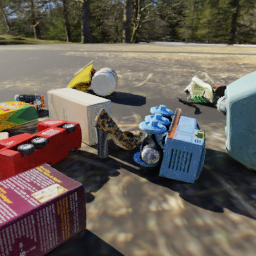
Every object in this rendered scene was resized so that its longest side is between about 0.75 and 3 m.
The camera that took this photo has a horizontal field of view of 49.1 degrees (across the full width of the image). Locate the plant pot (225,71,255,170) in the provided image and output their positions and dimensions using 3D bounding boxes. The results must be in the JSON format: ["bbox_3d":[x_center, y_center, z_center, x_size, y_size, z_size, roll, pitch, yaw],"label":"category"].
[{"bbox_3d":[3.004,-0.190,5.498,2.083,2.040,2.045,-1,19,19],"label":"plant pot"}]

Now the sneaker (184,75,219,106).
[{"bbox_3d":[2.614,-1.148,10.095,0.892,0.774,2.014,-39,26,11],"label":"sneaker"}]

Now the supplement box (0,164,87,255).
[{"bbox_3d":[-1.440,1.155,3.417,0.925,0.718,1.676,17,26,39],"label":"supplement box"}]

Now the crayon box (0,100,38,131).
[{"bbox_3d":[-3.670,-0.315,7.852,1.182,0.473,1.862,14,24,33],"label":"crayon box"}]

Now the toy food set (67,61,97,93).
[{"bbox_3d":[-1.786,-1.992,11.853,1.310,0.728,2.227,-33,23,18],"label":"toy food set"}]

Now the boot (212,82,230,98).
[{"bbox_3d":[3.747,-1.565,11.177,1.553,0.535,1.666,7,20,-19],"label":"boot"}]

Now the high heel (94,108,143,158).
[{"bbox_3d":[-0.124,-0.033,6.216,0.525,1.048,1.470,17,26,39],"label":"high heel"}]

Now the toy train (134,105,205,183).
[{"bbox_3d":[0.925,0.225,5.764,1.291,0.979,2.259,14,20,11],"label":"toy train"}]

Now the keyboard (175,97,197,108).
[{"bbox_3d":[1.999,-0.870,9.370,0.813,0.161,0.423,17,27,-25],"label":"keyboard"}]

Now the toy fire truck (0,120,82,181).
[{"bbox_3d":[-2.400,0.428,5.504,1.928,0.666,2.734,9,22,24],"label":"toy fire truck"}]

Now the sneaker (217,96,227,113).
[{"bbox_3d":[3.814,-0.695,8.535,1.990,0.740,0.871,-10,15,2],"label":"sneaker"}]

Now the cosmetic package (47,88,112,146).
[{"bbox_3d":[-1.273,-0.362,7.190,0.716,1.014,1.959,-18,25,-39],"label":"cosmetic package"}]

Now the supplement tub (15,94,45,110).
[{"bbox_3d":[-3.217,-0.849,9.215,0.881,0.540,0.540,-5,21,-13],"label":"supplement tub"}]

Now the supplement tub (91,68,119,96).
[{"bbox_3d":[-0.935,-1.874,11.368,0.991,0.991,1.369,2,19,5],"label":"supplement tub"}]
